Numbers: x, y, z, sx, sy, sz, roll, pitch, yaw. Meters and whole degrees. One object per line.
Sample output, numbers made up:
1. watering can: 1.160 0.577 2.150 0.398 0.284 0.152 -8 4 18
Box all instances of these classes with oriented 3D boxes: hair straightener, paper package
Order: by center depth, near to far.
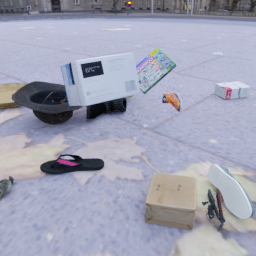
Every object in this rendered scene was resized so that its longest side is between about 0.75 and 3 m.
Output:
1. paper package: 0.993 1.624 6.415 1.123 0.610 1.178 5 28 11
2. hair straightener: 1.930 1.854 6.445 0.469 0.250 1.220 3 31 7

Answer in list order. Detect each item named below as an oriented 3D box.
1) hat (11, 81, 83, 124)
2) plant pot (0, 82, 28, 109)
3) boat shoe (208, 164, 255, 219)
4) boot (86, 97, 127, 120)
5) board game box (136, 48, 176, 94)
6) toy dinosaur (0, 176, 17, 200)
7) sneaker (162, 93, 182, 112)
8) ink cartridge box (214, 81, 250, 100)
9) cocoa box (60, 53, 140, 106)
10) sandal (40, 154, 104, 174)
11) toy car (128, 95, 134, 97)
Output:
1. hat: -2.941 -0.830 10.783 2.778 1.120 2.778 5 32 -3
2. plant pot: -5.509 -1.483 12.837 2.849 0.391 2.849 -1 27 0
3. boat shoe: 2.553 1.463 6.703 0.556 0.656 1.801 10 21 -15
4. boot: -0.822 -0.826 11.191 1.342 0.676 1.796 7 27 12
5. board game box: 0.863 -2.155 10.520 1.581 0.230 1.064 -42 69 0
6. toy dinosaur: -3.103 1.472 7.028 0.450 0.339 0.880 -9 25 -4
7. sneaker: 1.273 -0.752 8.227 0.530 0.367 0.947 4 27 -3
8. ink cartridge box: 4.921 -1.783 13.247 1.286 0.536 0.934 -7 28 -14
9. cocoa box: -0.860 -1.503 8.738 1.991 1.328 1.307 -18 13 -31
10. sandal: -1.580 0.954 7.966 1.794 0.404 0.674 -3 27 -7
11. toy car: -1.128 -1.772 12.707 2.264 1.786 1.860 -38 33 -8
